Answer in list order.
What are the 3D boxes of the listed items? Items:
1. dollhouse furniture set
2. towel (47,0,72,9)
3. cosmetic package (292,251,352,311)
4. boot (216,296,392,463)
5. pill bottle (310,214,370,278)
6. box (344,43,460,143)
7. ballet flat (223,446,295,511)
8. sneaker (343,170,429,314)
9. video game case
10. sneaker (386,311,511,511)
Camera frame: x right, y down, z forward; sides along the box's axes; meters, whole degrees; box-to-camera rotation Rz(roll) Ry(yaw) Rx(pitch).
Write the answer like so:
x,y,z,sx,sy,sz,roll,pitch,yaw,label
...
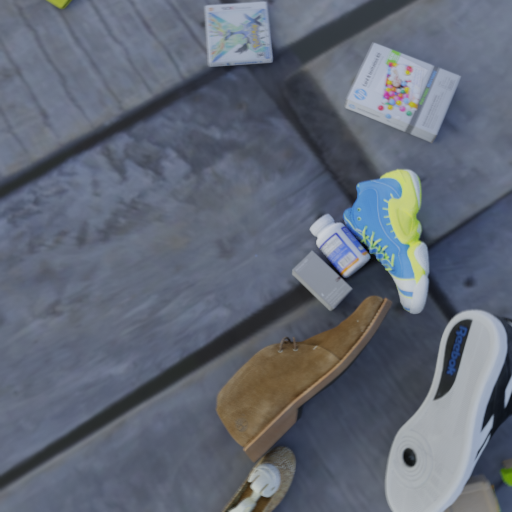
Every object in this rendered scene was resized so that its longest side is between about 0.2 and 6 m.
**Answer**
x,y,z,sx,sy,sz,roll,pitch,yaw,label
4.005,3.870,8.890,2.164,0.836,1.082,-21,82,14,dollhouse furniture set
-4.726,-6.177,11.865,2.469,0.223,1.063,34,82,8,towel
1.142,0.440,9.823,0.981,0.442,0.524,43,82,8,cosmetic package
0.779,1.667,9.103,3.395,1.250,1.281,-42,73,-8,boot
1.455,-0.195,9.914,0.603,0.603,1.077,-36,77,-10,pill bottle
2.842,-3.183,10.896,1.827,0.376,1.424,24,75,8,box
-0.033,3.801,8.726,0.662,0.613,1.878,30,74,23,ballet flat
2.250,-0.238,9.839,1.382,0.996,2.631,-3,66,11,sneaker
-0.365,-4.520,11.388,1.274,0.154,1.398,-4,74,-1,video game case
3.458,2.624,8.777,1.934,1.263,3.458,13,102,-35,sneaker
